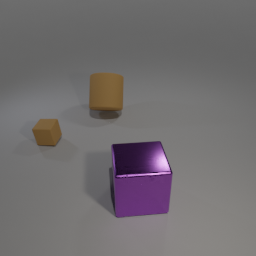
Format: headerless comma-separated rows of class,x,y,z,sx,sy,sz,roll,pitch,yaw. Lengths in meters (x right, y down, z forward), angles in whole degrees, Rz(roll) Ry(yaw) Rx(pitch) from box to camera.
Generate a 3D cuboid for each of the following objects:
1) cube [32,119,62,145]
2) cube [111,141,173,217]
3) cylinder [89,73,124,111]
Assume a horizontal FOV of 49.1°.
cube,-2.878,0.141,10.013,0.700,0.700,0.700,0,34,11
cube,0.306,1.330,7.488,1.400,1.400,1.400,-3,31,-5
cylinder,-0.897,-1.463,11.633,1.400,1.400,1.400,1,-2,0
